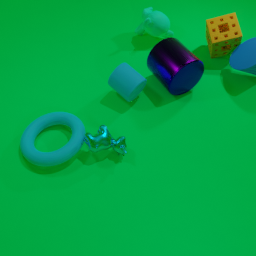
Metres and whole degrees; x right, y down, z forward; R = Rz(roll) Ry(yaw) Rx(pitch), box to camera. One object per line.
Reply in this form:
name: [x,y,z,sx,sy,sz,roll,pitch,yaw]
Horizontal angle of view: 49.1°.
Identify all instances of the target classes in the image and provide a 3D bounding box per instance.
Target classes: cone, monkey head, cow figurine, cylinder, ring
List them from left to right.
ring: [-2.139,0.270,7.986,1.873,0.375,1.873,-4,49,5]
cow figurine: [-0.580,0.443,7.674,1.057,0.580,1.040,-28,78,-26]
cylinder: [-0.024,-1.453,8.911,0.901,0.901,0.901,42,62,10]
monkey head: [0.937,-3.927,10.906,1.833,1.319,1.104,6,48,-49]
cylinder: [1.542,-2.024,9.237,1.388,1.388,1.388,-23,56,-17]
cone: [4.426,-2.121,9.551,1.358,1.363,1.358,-33,37,29]

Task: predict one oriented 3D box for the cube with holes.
cube with holes: [3.449,-3.330,10.191,1.008,1.008,1.008,-11,70,11]
